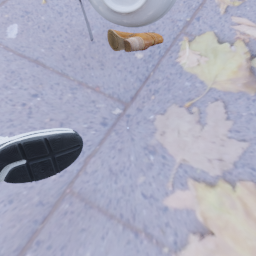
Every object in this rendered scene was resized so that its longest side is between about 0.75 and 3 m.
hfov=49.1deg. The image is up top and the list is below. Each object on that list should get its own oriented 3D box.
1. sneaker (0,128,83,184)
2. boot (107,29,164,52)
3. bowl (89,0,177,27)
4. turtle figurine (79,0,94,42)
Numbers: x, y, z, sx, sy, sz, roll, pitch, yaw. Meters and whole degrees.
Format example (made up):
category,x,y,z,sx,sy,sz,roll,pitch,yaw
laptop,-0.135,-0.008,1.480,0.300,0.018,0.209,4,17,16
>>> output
category,x,y,z,sx,sy,sz,roll,pitch,yaw
sneaker,-1.826,0.209,4.081,2.167,0.818,1.247,-17,43,-16
boot,0.150,-2.174,6.877,0.998,0.475,1.290,-21,41,-27
bowl,-0.011,-3.716,6.970,2.778,2.778,1.249,8,38,5
turtle figurine,-1.173,-4.359,7.451,2.644,2.564,1.903,41,62,7
